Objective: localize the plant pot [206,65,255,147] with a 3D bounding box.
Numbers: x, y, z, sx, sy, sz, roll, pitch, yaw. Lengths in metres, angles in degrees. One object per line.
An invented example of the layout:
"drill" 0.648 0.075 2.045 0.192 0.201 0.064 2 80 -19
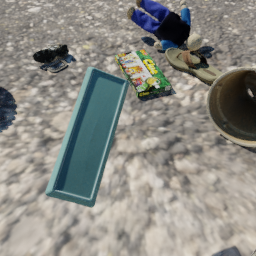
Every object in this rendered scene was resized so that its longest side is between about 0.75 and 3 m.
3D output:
"plant pot" 3.246 -0.784 6.950 1.943 1.943 1.779 31 42 26

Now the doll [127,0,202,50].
"doll" 1.414 -3.703 9.945 2.837 0.688 1.936 37 92 11

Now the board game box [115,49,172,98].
"board game box" 0.427 -1.788 8.863 1.109 0.248 2.116 -14 48 -15

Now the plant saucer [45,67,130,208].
"plant saucer" -0.566 0.072 4.346 0.756 0.205 2.164 19 74 -12

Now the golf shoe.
"golf shoe" -2.649 -2.538 9.480 1.251 0.486 0.591 -23 37 -27

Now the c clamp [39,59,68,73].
"c clamp" -2.415 -2.067 9.211 0.783 0.106 0.669 -33 55 -27

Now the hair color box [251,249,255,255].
"hair color box" 2.823 2.309 4.427 1.719 0.953 0.549 1 46 2

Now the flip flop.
"flip flop" 2.118 -2.100 8.885 0.866 0.615 2.136 -32 54 -27
